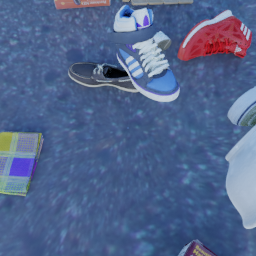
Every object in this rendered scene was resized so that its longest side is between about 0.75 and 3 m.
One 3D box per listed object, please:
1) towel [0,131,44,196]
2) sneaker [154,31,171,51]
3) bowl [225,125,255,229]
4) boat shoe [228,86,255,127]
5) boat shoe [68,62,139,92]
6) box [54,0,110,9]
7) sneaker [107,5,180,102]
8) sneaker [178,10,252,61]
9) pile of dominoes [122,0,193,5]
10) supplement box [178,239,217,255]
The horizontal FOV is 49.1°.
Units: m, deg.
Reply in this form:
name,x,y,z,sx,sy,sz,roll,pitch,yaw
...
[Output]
name,x,y,z,sx,sy,sz,roll,pitch,yaw
towel,-3.228,0.920,7.889,1.325,0.210,1.844,6,63,2
sneaker,0.644,-2.941,9.734,1.637,0.576,0.656,-16,58,-16
bowl,2.501,0.506,4.843,2.431,2.431,1.093,-37,68,-17
boat shoe,3.269,-0.418,5.867,2.778,1.000,0.862,-11,53,-30
boat shoe,-0.700,-1.822,8.963,2.570,0.806,0.933,12,63,6
box,-1.788,-5.940,9.938,2.161,2.838,1.509,-6,63,-3
sneaker,0.339,-1.533,5.439,0.769,1.397,1.908,-29,60,-18
sneaker,3.091,-2.842,9.359,2.799,1.097,1.617,-39,68,-17
pile of dominoes,1.033,-5.558,11.274,2.686,0.428,2.094,-7,62,-13
supplement box,1.276,3.936,5.680,1.714,1.351,2.618,35,68,16
